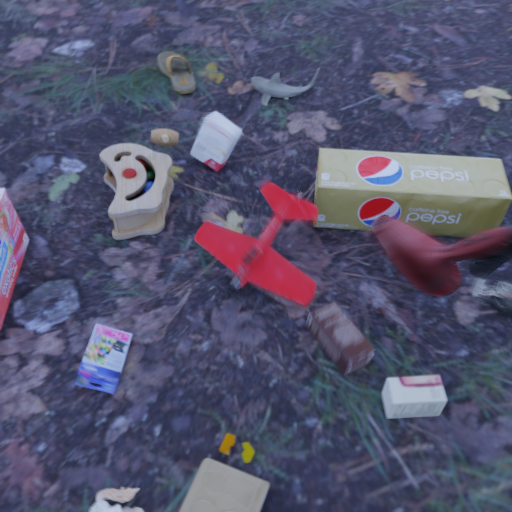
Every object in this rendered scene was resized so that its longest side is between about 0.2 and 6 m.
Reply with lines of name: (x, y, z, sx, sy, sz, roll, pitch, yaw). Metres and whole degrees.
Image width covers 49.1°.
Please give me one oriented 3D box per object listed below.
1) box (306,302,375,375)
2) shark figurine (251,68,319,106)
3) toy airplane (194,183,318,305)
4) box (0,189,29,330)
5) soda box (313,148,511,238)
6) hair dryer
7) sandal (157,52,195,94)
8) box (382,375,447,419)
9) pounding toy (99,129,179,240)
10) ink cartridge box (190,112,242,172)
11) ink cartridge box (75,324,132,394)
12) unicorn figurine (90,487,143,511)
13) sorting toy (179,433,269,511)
box: (1.534, 1.501, 10.293, 0.624, 0.467, 1.246, -18, 50, -25)
shark figurine: (0.784, -4.778, 15.537, 1.911, 0.797, 1.142, 1, 51, 4)
toy airplane: (0.205, -0.289, 11.273, 2.844, 0.523, 2.844, -3, 66, 6)
box: (-5.600, 0.324, 10.585, 1.481, 1.605, 3.128, -1, 50, -1)
soda box: (3.287, -1.360, 12.245, 3.986, 1.276, 1.350, 4, 49, 4)
hair dryer: (3.772, -0.146, 10.358, 3.327, 2.534, 0.904, 11, 47, 8)
sandal: (-2.279, -5.420, 16.202, 0.837, 0.563, 2.084, -17, 51, -14)
box: (2.657, 2.387, 9.478, 0.916, 0.585, 0.499, -2, 49, -2)
pounding toy: (-2.743, -1.939, 12.465, 1.666, 1.671, 2.913, 5, 50, 0)
ink cartridge box: (-0.962, -2.712, 13.346, 0.833, 1.129, 0.483, 36, 39, 2)
ink cartridge box: (-2.711, 1.827, 10.019, 0.704, 0.248, 1.180, 18, 49, -11)
unicorn figurine: (-2.328, 4.122, 8.066, 1.107, 0.595, 1.612, 3, 34, 16)
sorting toy: (-0.415, 3.613, 8.704, 1.157, 0.208, 1.553, 14, 51, 18)
